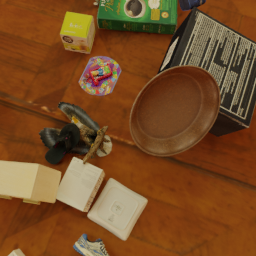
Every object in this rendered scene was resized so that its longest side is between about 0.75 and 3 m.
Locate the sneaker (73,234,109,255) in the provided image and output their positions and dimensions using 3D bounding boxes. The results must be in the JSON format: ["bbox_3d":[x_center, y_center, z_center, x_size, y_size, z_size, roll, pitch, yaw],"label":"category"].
[{"bbox_3d":[-0.857,3.582,8.152,1.448,0.558,0.617,28,70,8],"label":"sneaker"}]

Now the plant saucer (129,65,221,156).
[{"bbox_3d":[1.024,-0.387,6.360,2.249,2.249,0.411,-25,36,-8],"label":"plant saucer"}]

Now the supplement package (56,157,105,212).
[{"bbox_3d":[-1.434,1.737,8.507,0.981,0.974,1.292,23,73,7],"label":"supplement package"}]

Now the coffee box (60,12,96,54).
[{"bbox_3d":[-1.798,-3.452,10.195,0.982,0.973,0.984,10,72,3],"label":"coffee box"}]

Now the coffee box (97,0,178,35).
[{"bbox_3d":[0.388,-4.603,10.737,2.977,0.655,1.831,4,72,1],"label":"coffee box"}]

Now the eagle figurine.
[{"bbox_3d":[-1.589,0.117,9.029,2.103,1.596,1.587,17,115,35],"label":"eagle figurine"}]

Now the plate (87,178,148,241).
[{"bbox_3d":[-0.320,2.484,8.664,1.421,0.230,1.424,30,75,8],"label":"plate"}]

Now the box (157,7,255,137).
[{"bbox_3d":[2.515,-1.638,8.920,2.843,1.766,2.866,26,73,-7],"label":"box"}]

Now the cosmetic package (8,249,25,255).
[{"bbox_3d":[-2.834,4.467,7.874,1.984,0.502,0.819,43,76,13],"label":"cosmetic package"}]

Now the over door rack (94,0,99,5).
[{"bbox_3d":[-2.087,-6.006,11.153,2.279,0.759,1.684,13,73,4],"label":"over door rack"}]

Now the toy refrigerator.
[{"bbox_3d":[-3.481,1.525,8.035,2.856,1.084,0.999,1,70,22],"label":"toy refrigerator"}]

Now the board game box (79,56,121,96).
[{"bbox_3d":[-1.002,-1.952,10.060,1.273,0.314,1.611,21,74,7],"label":"board game box"}]

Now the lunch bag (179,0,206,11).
[{"bbox_3d":[1.940,-4.218,8.605,0.680,0.699,1.028,-26,116,-7],"label":"lunch bag"}]

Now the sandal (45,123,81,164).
[{"bbox_3d":[-2.035,0.579,8.702,0.646,0.411,1.719,35,115,-9],"label":"sandal"}]
